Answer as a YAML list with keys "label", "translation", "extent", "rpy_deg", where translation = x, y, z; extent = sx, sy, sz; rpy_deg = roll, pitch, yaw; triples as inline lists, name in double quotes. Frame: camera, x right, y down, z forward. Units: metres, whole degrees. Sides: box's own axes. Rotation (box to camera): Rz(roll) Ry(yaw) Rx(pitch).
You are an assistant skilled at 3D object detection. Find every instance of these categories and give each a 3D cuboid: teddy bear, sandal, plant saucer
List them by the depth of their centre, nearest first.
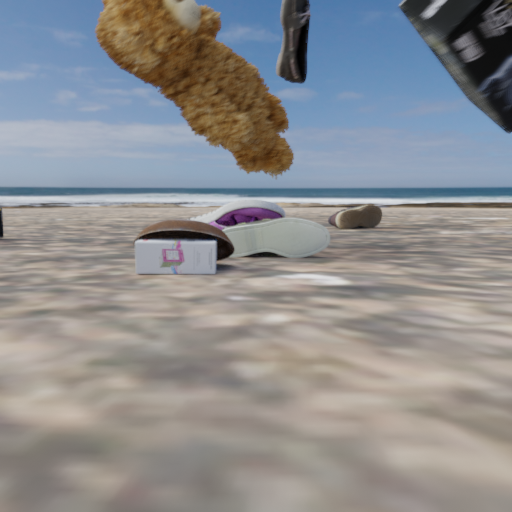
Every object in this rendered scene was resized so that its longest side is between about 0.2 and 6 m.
- label: "plant saucer"
  translation: [-0.862, -0.181, 6.781]
  extent: [1.213, 0.209, 1.213]
  rpy_deg: [1, -18, 0]
- label: "teddy bear"
  translation: [-0.574, -2.678, 8.494]
  extent: [1.240, 3.714, 2.693]
  rpy_deg: [-23, 35, 34]
- label: "sandal"
  translation: [-0.423, -0.420, 9.828]
  extent: [1.031, 0.623, 2.534]
  rpy_deg: [14, -17, -37]

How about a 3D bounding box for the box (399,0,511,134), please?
- label: "box"
  translation: [3.133, -2.873, 6.749]
  extent: [2.245, 1.838, 0.967]
  rpy_deg: [26, 27, -45]

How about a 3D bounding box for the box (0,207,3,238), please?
- label: "box"
  translation: [-6.534, -0.557, 10.307]
  extent: [2.340, 0.723, 2.930]
  rpy_deg: [-1, 6, 6]

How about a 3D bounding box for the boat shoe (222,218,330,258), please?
- label: "boat shoe"
  translation: [0.250, -0.273, 8.131]
  extent: [1.632, 0.583, 0.488]
  rpy_deg: [-3, 11, 8]

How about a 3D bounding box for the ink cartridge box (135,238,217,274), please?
- label: "ink cartridge box"
  translation: [-0.916, -0.005, 6.509]
  extent: [0.904, 0.383, 0.654]
  rpy_deg: [1, 5, -3]

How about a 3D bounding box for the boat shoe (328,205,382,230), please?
- label: "boat shoe"
  translation: [2.774, -1.088, 15.622]
  extent: [1.888, 0.679, 0.612]
  rpy_deg: [-12, 17, -39]

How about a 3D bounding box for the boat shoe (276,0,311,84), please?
- label: "boat shoe"
  translation: [0.730, -3.783, 9.556]
  extent: [0.513, 1.801, 0.602]
  rpy_deg: [31, 55, 19]
